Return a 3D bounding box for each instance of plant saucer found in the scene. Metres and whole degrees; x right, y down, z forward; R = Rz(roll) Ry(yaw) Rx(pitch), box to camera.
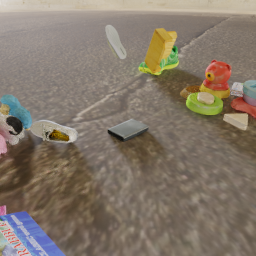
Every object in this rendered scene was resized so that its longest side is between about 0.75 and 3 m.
[{"bbox_3d":[2.722,-1.417,11.044,1.294,0.229,1.294,0,28,0],"label":"plant saucer"}]

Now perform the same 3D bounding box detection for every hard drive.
[{"bbox_3d":[0.006,0.058,8.338,1.031,0.170,0.720,-24,37,-38],"label":"hard drive"}]

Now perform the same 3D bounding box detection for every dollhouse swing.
[{"bbox_3d":[1.081,-2.176,7.945,0.898,1.021,0.928,-3,44,-25],"label":"dollhouse swing"}]

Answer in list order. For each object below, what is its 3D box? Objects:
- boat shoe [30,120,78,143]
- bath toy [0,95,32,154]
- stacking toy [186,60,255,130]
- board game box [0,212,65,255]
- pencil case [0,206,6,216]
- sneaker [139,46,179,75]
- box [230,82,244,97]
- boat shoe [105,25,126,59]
[{"bbox_3d":[-2.158,0.159,7.729,1.452,0.537,0.619,15,14,13],"label":"boat shoe"},{"bbox_3d":[-3.659,0.142,7.224,1.285,1.092,2.955,4,29,7],"label":"bath toy"},{"bbox_3d":[3.516,-1.270,9.474,2.864,1.210,2.593,27,38,33],"label":"stacking toy"},{"bbox_3d":[-1.767,2.024,3.197,2.531,0.521,2.525,26,13,37],"label":"board game box"},{"bbox_3d":[-3.495,1.512,4.705,2.549,1.115,1.115,-9,29,-17],"label":"pencil case"},{"bbox_3d":[1.490,-3.370,13.625,1.098,1.239,2.966,20,35,31],"label":"sneaker"},{"bbox_3d":[4.816,-1.473,11.116,1.294,0.266,1.009,13,31,24],"label":"box"},{"bbox_3d":[-0.451,-2.606,8.641,0.363,1.169,0.421,4,50,36],"label":"boat shoe"}]
